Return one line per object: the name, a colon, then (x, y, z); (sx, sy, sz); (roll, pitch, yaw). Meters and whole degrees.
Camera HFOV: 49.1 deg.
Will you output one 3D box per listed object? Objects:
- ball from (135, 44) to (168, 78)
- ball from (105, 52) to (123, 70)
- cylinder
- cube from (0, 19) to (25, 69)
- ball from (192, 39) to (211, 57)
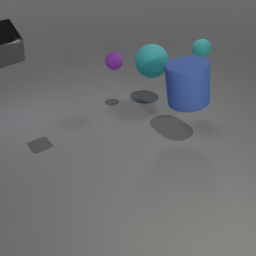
ball: (0.992, -2.802, 11.776); (1.400, 1.400, 1.400); (0, 31, 0)
ball: (-0.548, -2.642, 11.036); (0.700, 0.700, 0.700); (0, 31, 0)
cylinder: (1.948, -1.441, 9.120); (1.400, 1.400, 1.400); (-8, 33, 5)
cube: (-2.827, -1.889, 6.321); (0.700, 0.700, 0.700); (-28, 72, -27)
ball: (2.813, -3.032, 10.682); (0.700, 0.700, 0.700); (0, 31, 0)
